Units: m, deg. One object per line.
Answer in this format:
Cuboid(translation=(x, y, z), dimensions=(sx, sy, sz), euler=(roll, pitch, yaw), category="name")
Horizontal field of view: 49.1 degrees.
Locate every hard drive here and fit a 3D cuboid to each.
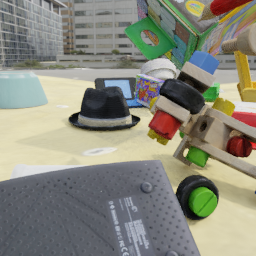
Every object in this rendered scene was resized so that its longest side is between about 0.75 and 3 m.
Cuboid(translation=(-0.421, 0.931, 2.186), dimensions=(1.857, 0.393, 1.253), euler=(-7, 53, -19), category="hard drive")

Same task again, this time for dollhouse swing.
Cuboid(translation=(4.925, -1.779, 9.613), dimensions=(2.696, 2.608, 2.967), euler=(4, 14, 18), category="dollhouse swing")

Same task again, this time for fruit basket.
Cuboid(translation=(3.563, -1.791, 12.998), dimensions=(1.734, 0.878, 1.873), euler=(4, 19, 14), category="fruit basket")

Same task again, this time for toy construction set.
Cuboid(translation=(1.137, -0.366, 4.211), dimensions=(2.368, 2.839, 2.181), euler=(5, 8, -16), category="toy construction set")

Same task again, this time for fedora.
Cuboid(translation=(-0.717, -0.683, 8.349), dimensions=(2.359, 1.078, 2.359), euler=(-1, 14, 0), category="fedora")

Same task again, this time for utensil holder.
Cuboid(translation=(-0.694, 0.805, 3.020), dimensions=(0.986, 0.838, 0.838), euler=(1, 14, -8), category="utensil holder")

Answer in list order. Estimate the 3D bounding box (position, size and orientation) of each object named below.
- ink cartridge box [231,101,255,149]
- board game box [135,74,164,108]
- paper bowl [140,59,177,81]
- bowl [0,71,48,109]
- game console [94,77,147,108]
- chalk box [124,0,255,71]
Cuboid(translation=(2.985, -0.131, 6.909), dimensions=(1.218, 0.705, 2.097), euler=(8, 17, 30), category="ink cartridge box")
Cuboid(translation=(0.834, -1.395, 10.801), dimensions=(0.362, 1.087, 1.617), euler=(-7, 21, -28), category="board game box")
Cuboid(translation=(1.842, -3.095, 16.735), dimensions=(2.133, 1.109, 2.133), euler=(-6, -22, -2), category="paper bowl")
Cuboid(translation=(-4.695, -1.663, 11.707), dimensions=(2.582, 1.350, 2.582), euler=(1, 15, 0), category="bowl")
Cuboid(translation=(-0.239, -1.450, 11.425), dimensions=(1.947, 1.662, 1.152), euler=(-5, -11, -22), category="game console")
Cuboid(translation=(1.246, -2.303, 5.436), dimensions=(2.748, 1.709, 1.701), euler=(-37, -13, -3), category="chalk box")
